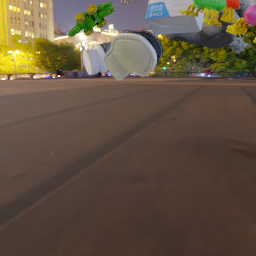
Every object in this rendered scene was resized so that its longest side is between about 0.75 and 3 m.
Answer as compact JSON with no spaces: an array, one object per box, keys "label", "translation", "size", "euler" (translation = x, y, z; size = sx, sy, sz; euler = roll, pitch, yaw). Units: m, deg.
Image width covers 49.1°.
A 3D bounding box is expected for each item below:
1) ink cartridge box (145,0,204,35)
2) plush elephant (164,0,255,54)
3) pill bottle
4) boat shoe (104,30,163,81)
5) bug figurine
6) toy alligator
[{"label":"ink cartridge box","translation":[1.221,-3.243,6.462],"size":[1.160,2.016,0.684],"euler":[6,-14,30]},{"label":"plush elephant","translation":[2.510,-3.366,7.819],"size":[2.495,1.932,2.055],"euler":[10,-14,-36]},{"label":"pill bottle","translation":[-0.537,-2.246,8.807],"size":[1.617,0.921,0.921],"euler":[-18,17,-18]},{"label":"boat shoe","translation":[0.143,-1.553,5.658],"size":[0.755,0.947,2.504],"euler":[-39,18,-11]},{"label":"bug figurine","translation":[1.737,-1.653,4.016],"size":[1.507,0.500,1.943],"euler":[-16,42,-38]},{"label":"toy alligator","translation":[-0.881,-3.404,8.280],"size":[2.143,0.635,0.581],"euler":[-29,50,10]}]
